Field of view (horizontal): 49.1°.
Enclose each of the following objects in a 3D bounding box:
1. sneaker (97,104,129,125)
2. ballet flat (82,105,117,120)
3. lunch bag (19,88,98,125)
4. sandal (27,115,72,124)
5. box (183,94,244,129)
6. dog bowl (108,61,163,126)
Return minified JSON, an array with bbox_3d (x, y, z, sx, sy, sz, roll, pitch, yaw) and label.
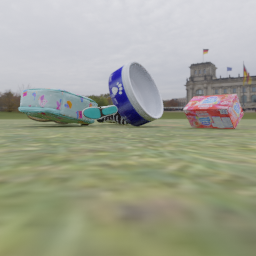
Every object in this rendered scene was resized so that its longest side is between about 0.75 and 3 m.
[{"bbox_3d":[-0.127,-0.606,12.603,2.611,0.988,1.508,5,-1,45],"label":"sneaker"},{"bbox_3d":[-0.638,-0.336,6.200,0.834,0.290,0.290,-11,7,-28],"label":"ballet flat"},{"bbox_3d":[-2.577,-0.749,10.543,2.099,1.009,2.617,2,-8,36],"label":"lunch bag"},{"bbox_3d":[-3.551,-0.708,13.321,2.898,0.782,1.164,8,15,31],"label":"sandal"},{"bbox_3d":[2.549,-0.481,8.419,1.498,0.769,0.709,2,40,49],"label":"box"},{"bbox_3d":[0.311,-1.186,9.816,0.860,2.184,2.184,-23,-10,29],"label":"dog bowl"}]
